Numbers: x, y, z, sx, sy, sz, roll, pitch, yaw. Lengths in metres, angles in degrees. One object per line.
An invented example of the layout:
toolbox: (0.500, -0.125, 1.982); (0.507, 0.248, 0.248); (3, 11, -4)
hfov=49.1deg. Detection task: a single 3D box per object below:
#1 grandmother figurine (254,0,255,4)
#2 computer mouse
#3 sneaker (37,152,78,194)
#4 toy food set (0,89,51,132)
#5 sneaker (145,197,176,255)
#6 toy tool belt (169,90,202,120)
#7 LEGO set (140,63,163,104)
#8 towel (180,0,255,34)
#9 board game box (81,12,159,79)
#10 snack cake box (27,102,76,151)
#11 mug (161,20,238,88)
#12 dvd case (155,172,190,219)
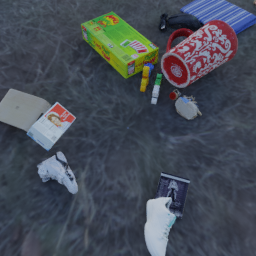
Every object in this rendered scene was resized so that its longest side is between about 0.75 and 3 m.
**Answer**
grandmother figurine: (5.576, -5.076, 11.651); (0.507, 0.253, 0.836); (-21, 53, -4)
computer mouse: (2.022, -4.161, 10.854); (1.613, 0.425, 1.117); (8, 53, 6)
sneaker: (-1.744, 1.198, 6.895); (0.733, 0.479, 1.275); (-24, 52, -16)
toy food set: (-3.148, -0.469, 8.195); (1.492, 0.451, 1.071); (18, 65, 16)
sneaker: (0.722, 2.028, 5.832); (0.624, 0.531, 1.410); (-22, 37, 21)
toy tool belt: (1.716, -0.697, 8.294); (0.609, 0.619, 0.991); (-8, 50, -46)
LEGO set: (0.778, -1.718, 8.847); (0.699, 0.752, 1.833); (12, 54, 9)
towel: (3.629, -4.536, 11.276); (1.839, 0.303, 2.540); (-33, 59, -19)
board game box: (-0.335, -2.988, 9.852); (1.381, 0.647, 2.719); (-31, 59, -21)
snack cake box: (-1.922, -0.065, 7.138); (0.672, 0.393, 1.169); (40, 39, -8)
mug: (2.054, -2.313, 8.967); (2.169, 1.447, 1.925); (-37, 31, -25)
dvd case: (1.037, 1.594, 6.717); (0.715, 0.077, 0.962); (14, 68, 10)
